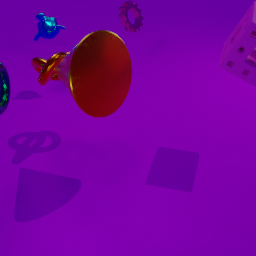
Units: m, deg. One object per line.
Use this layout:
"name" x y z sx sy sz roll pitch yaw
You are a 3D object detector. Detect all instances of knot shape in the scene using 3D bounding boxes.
"knot shape" -1.798 -1.492 6.974 1.395 0.689 1.491 2 19 38

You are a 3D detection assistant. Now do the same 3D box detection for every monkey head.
"monkey head" -2.545 -3.163 8.753 1.109 0.798 0.668 -18 83 8

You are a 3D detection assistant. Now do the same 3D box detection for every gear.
"gear" 0.129 -4.398 11.121 0.223 1.203 1.203 0 30 45

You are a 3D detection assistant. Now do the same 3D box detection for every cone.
"cone" -1.007 -1.103 5.534 1.564 1.558 1.558 15 40 38

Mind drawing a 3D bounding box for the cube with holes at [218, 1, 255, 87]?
"cube with holes" 2.692 -1.681 5.758 1.073 1.073 1.073 28 48 -1

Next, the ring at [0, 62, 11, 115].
"ring" -2.840 -0.859 6.083 0.234 1.172 1.172 2 40 -4
